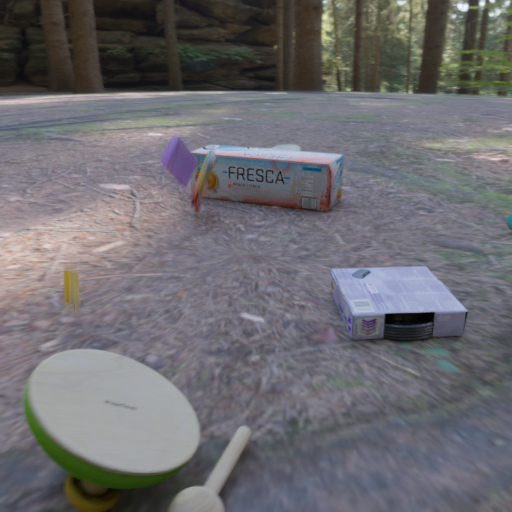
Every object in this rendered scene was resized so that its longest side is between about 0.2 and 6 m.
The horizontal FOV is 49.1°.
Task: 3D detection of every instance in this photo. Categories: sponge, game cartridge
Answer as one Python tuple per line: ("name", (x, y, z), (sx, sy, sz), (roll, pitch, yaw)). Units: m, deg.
("sponge", (-1.529, -1.894, 11.261), (0.158, 0.592, 1.061), (21, -12, 23))
("game cartridge", (-2.458, 0.429, 7.474), (0.068, 0.421, 0.371), (-6, -10, 5))

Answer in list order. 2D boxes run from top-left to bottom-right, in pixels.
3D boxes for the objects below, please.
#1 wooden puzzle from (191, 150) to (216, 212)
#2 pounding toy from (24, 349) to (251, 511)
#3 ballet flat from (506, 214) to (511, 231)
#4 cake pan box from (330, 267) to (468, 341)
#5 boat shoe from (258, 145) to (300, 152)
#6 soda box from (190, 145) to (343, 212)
("wooden puzzle", (-1.207, -1.764, 12.667), (0.139, 1.176, 1.983), (20, 15, -13))
("pounding toy", (-1.212, 1.795, 5.039), (2.034, 0.944, 1.570), (30, 16, 1))
("ballet flat", (5.913, -0.484, 11.429), (0.522, 0.564, 1.600), (17, 10, -38))
("cake pan box", (2.033, 0.661, 8.316), (1.609, 0.457, 1.747), (-4, 21, -4))
("boat shoe", (0.166, -2.873, 17.103), (2.514, 0.777, 0.941), (-4, 36, 13))
("soda box", (0.239, -2.063, 14.416), (3.831, 1.218, 1.310), (9, 23, 22))
